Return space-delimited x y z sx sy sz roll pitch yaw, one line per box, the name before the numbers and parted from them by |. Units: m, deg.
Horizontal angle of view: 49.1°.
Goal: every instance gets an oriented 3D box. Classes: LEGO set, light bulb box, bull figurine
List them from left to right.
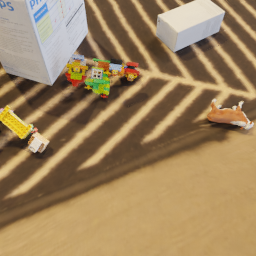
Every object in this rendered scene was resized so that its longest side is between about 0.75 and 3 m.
LEGO set | -3.129 -0.049 7.123 2.421 0.901 1.114 5 91 -2
light bulb box | -2.527 -3.217 7.891 1.703 2.728 2.704 16 57 10
bull figurine | 2.720 -0.357 7.401 1.218 0.396 0.739 10 55 5

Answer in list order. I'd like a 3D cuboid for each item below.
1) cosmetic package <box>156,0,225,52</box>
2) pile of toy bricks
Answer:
cosmetic package | 2.010 -3.416 9.156 1.966 0.834 1.058 -27 62 -16
pile of toy bricks | -0.715 -1.371 7.846 2.103 1.167 1.038 6 95 -8
